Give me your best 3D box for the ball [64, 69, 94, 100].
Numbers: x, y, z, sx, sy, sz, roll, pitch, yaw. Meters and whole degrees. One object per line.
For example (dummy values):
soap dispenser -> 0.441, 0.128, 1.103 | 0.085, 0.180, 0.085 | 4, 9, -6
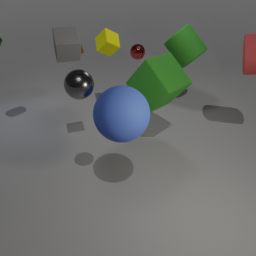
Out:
ball -> -1.145, -1.016, 6.552 | 0.700, 0.700, 0.700 | 0, 32, 0

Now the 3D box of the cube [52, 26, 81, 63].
cube -> -1.756, -2.396, 8.042 | 0.700, 0.700, 0.700 | -9, 60, -14

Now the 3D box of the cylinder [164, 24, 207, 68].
cylinder -> 2.586, -3.669, 12.594 | 1.400, 1.400, 1.400 | -38, 5, 4

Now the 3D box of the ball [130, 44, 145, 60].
ball -> 0.445, -3.529, 12.972 | 0.700, 0.700, 0.700 | 0, 32, 0

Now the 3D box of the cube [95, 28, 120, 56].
cube -> -0.835, -3.500, 11.471 | 0.700, 0.700, 0.700 | 11, 61, -41

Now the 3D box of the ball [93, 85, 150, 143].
ball -> -0.158, -0.340, 6.891 | 1.400, 1.400, 1.400 | 0, 32, 0

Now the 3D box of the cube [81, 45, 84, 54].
cube -> -2.526, -3.803, 12.889 | 0.700, 0.700, 0.700 | -22, 54, -4

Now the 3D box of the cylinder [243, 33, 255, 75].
cylinder -> 4.751, -2.569, 9.691 | 1.400, 1.400, 1.400 | 2, 31, 21

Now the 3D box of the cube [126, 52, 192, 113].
cube -> 1.084, -1.596, 9.909 | 1.400, 1.400, 1.400 | -27, 80, -41

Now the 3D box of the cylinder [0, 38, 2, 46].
cylinder -> -4.796, -2.856, 9.632 | 0.700, 0.700, 0.700 | 29, 23, -13
